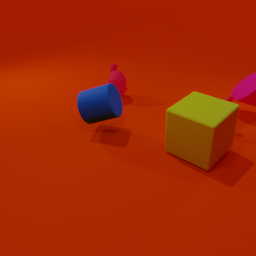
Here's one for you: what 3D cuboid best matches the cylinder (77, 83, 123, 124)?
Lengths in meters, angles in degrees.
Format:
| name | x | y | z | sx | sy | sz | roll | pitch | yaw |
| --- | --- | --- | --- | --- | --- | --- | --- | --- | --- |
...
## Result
| name | x | y | z | sx | sy | sz | roll | pitch | yaw |
| --- | --- | --- | --- | --- | --- | --- | --- | --- | --- |
| cylinder | -0.774 | -0.673 | 7.873 | 0.965 | 0.965 | 0.965 | -13 | 25 | 21 |

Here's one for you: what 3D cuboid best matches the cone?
| name | x | y | z | sx | sy | sz | roll | pitch | yaw |
| --- | --- | --- | --- | --- | --- | --- | --- | --- | --- |
| cone | 4.125 | -0.935 | 8.882 | 1.163 | 1.158 | 1.158 | 42 | 28 | -14 |

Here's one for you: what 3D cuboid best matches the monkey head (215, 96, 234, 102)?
| name | x | y | z | sx | sy | sz | roll | pitch | yaw |
| --- | --- | --- | --- | --- | --- | --- | --- | --- | --- |
| monkey head | 2.524 | -0.487 | 8.185 | 1.260 | 0.906 | 0.759 | -13 | 63 | 38 |

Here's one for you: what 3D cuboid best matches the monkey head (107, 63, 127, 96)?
| name | x | y | z | sx | sy | sz | roll | pitch | yaw |
| --- | --- | --- | --- | --- | --- | --- | --- | --- | --- |
| monkey head | -0.503 | -1.586 | 10.095 | 0.953 | 1.324 | 0.798 | -8 | -11 | 21 |

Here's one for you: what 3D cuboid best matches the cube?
| name | x | y | z | sx | sy | sz | roll | pitch | yaw |
| --- | --- | --- | --- | --- | --- | --- | --- | --- | --- |
| cube | 1.810 | 0.024 | 6.972 | 1.269 | 1.269 | 1.269 | 25 | 42 | 36 |
